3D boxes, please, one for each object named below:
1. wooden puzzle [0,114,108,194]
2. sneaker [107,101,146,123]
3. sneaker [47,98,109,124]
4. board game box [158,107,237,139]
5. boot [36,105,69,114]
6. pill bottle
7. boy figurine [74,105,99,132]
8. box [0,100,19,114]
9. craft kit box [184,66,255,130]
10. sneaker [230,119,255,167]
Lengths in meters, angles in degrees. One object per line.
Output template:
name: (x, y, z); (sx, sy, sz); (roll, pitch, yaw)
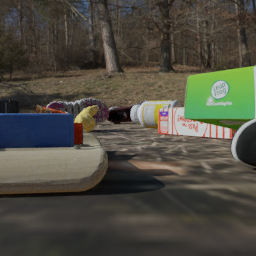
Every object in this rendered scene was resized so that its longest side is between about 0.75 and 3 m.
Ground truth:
wooden puzzle: (-0.883, 0.080, 1.911); (1.439, 0.360, 1.553); (0, 2, -7)
sneaker: (0.195, -0.592, 12.695); (2.706, 1.024, 1.563); (-10, 6, 10)
sneaker: (-2.196, -0.651, 12.074); (2.710, 1.090, 1.198); (-2, -5, -20)
board game box: (1.930, -0.141, 5.236); (2.204, 0.510, 1.670); (-2, 3, -33)
boot: (-2.759, -0.379, 10.099); (1.025, 0.717, 1.912); (5, 6, -33)
pill bottle: (0.797, -0.385, 7.934); (1.384, 0.775, 0.775); (3, 4, 35)
boy figurine: (-0.962, -0.229, 6.506); (0.410, 0.792, 1.274); (46, -3, -15)
box: (-3.843, -0.409, 8.225); (1.103, 0.816, 0.575); (1, 2, 5)
craft kit box: (1.947, -0.132, 2.422); (2.057, 0.505, 2.083); (13, -6, -38)
sneaker: (1.107, 0.099, 1.592); (0.974, 0.349, 0.403); (1, 2, 14)
